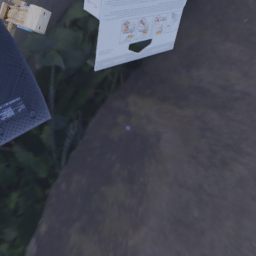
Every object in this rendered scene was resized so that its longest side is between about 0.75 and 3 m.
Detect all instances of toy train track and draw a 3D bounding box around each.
[{"bbox_3d":[-2.074,-2.075,5.048,0.469,2.881,1.652,15,102,-38],"label":"toy train track"}]

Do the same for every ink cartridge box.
[{"bbox_3d":[0.196,-1.885,4.319,1.883,1.659,0.421,-25,56,-36],"label":"ink cartridge box"}]

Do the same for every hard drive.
[{"bbox_3d":[-2.568,-0.821,5.369,1.461,0.458,2.165,-33,119,-22],"label":"hard drive"}]
